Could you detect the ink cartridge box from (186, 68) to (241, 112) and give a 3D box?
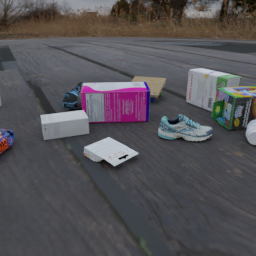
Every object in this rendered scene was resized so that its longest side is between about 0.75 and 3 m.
[{"bbox_3d":[4.100,-1.848,13.734,1.020,1.758,2.428,-12,26,-29],"label":"ink cartridge box"}]

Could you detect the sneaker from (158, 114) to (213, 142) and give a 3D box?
[{"bbox_3d":[2.207,-0.029,10.615,2.082,0.899,0.808,1,23,2],"label":"sneaker"}]

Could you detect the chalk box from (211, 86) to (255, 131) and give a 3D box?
[{"bbox_3d":[4.581,-0.862,11.824,2.372,1.481,1.470,-3,24,-10],"label":"chalk box"}]

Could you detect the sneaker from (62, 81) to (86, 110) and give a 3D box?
[{"bbox_3d":[-2.701,-1.744,14.440,1.153,1.031,2.816,-2,23,-5],"label":"sneaker"}]

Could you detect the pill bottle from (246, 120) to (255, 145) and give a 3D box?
[{"bbox_3d":[4.757,0.169,10.431,0.658,0.658,1.210,11,25,23],"label":"pill bottle"}]

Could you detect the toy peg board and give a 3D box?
[{"bbox_3d":[1.014,-1.990,15.515,1.862,0.911,1.854,7,40,20],"label":"toy peg board"}]

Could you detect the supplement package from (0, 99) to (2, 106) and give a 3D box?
[{"bbox_3d":[-7.110,-1.338,13.813,0.742,0.771,1.355,15,27,29],"label":"supplement package"}]

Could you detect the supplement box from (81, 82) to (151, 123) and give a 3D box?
[{"bbox_3d":[-0.566,-1.181,12.541,2.921,1.510,1.478,0,24,-4],"label":"supplement box"}]

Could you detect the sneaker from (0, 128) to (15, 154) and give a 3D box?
[{"bbox_3d":[-4.400,0.473,9.678,0.814,0.781,2.074,-3,25,-14],"label":"sneaker"}]

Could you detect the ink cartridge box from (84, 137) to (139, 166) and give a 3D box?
[{"bbox_3d":[-0.562,0.865,9.370,1.465,0.367,1.188,28,34,34],"label":"ink cartridge box"}]

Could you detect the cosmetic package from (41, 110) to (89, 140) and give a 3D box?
[{"bbox_3d":[-2.497,-0.147,11.080,1.757,0.745,0.946,-7,25,-17],"label":"cosmetic package"}]
